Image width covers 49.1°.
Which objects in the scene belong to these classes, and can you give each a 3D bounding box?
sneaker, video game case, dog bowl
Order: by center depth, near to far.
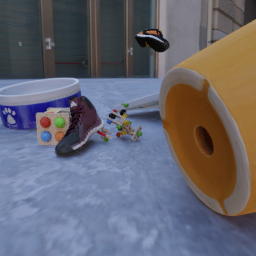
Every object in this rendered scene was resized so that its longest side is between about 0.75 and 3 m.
[{"bbox_3d":[-1.183,-0.154,6.057,0.636,0.971,1.681,-13,18,25],"label":"sneaker"},{"bbox_3d":[0.622,-2.040,6.263,0.510,0.396,1.133,-42,37,-9],"label":"sneaker"},{"bbox_3d":[-2.753,-0.851,8.874,2.570,1.012,2.570,-6,19,2],"label":"dog bowl"},{"bbox_3d":[1.218,-0.964,9.975,2.397,0.289,2.629,-8,-1,-38],"label":"video game case"}]

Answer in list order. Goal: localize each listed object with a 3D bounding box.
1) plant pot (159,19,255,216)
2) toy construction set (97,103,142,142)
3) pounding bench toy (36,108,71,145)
[{"bbox_3d":[1.976,-0.253,3.596,2.663,2.909,2.909,-20,17,-13],"label":"plant pot"},{"bbox_3d":[-0.123,0.036,6.679,0.777,0.844,1.011,23,44,33],"label":"toy construction set"},{"bbox_3d":[-1.446,-0.040,6.652,1.203,0.747,0.938,1,12,2],"label":"pounding bench toy"}]
